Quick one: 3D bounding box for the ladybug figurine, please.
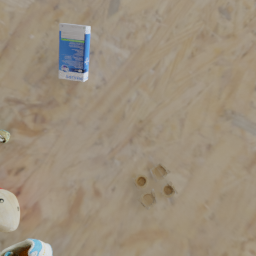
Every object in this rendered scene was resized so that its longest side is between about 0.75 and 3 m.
[{"bbox_3d":[-3.281,1.679,6.333,2.235,1.517,0.804,6,61,32],"label":"ladybug figurine"}]

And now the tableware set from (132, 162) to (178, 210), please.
[{"bbox_3d":[0.666,1.462,7.110,1.102,0.128,0.921,-27,68,-5],"label":"tableware set"}]

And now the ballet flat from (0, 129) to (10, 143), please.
[{"bbox_3d":[-3.566,0.113,7.135,1.085,0.384,0.384,25,74,-32],"label":"ballet flat"}]

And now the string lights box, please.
[{"bbox_3d":[-1.434,-2.004,7.469,0.732,0.420,1.424,9,111,7],"label":"string lights box"}]

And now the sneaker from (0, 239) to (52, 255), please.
[{"bbox_3d":[-2.635,2.995,6.010,1.899,0.767,0.727,-33,48,-5],"label":"sneaker"}]
